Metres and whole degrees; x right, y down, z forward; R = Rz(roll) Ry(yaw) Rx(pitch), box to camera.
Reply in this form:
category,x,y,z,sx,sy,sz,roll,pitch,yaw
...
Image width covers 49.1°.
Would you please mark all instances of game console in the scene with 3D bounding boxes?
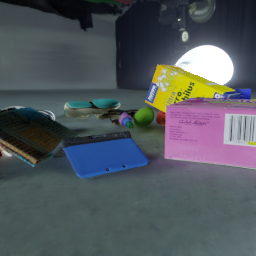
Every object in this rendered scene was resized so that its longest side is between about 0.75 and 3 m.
category,x,y,z,sx,sy,sz,roll,pitch,yaw
game console,-0.678,0.713,6.550,1.765,1.044,1.506,-6,-19,-31

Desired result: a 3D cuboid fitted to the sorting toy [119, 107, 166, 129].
category,x,y,z,sx,sy,sz,roll,pitch,yaw
sorting toy,0.939,-0.220,10.711,2.543,0.882,0.876,-4,34,-30

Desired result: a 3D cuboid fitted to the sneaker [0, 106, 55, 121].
category,x,y,z,sx,sy,sz,roll,pitch,yaw
sneaker,-4.002,-0.378,10.720,2.262,0.827,1.266,-1,9,-11

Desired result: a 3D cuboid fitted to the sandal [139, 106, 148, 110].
category,x,y,z,sx,sy,sz,roll,pitch,yaw
sandal,1.096,-1.151,16.532,0.926,0.304,0.339,3,11,17

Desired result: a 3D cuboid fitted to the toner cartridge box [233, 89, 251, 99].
category,x,y,z,sx,sy,sz,roll,pitch,yaw
toner cartridge box,4.575,-1.270,14.071,2.982,1.416,0.644,-1,9,-7

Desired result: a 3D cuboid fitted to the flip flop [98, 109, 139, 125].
category,x,y,z,sx,sy,sz,roll,pitch,yaw
flip flop,-0.309,-0.405,11.470,2.048,0.590,0.830,0,23,25

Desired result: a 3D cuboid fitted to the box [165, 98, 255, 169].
category,x,y,z,sx,sy,sz,roll,pitch,yaw
box,2.519,-0.032,7.369,2.416,1.328,2.747,5,11,24

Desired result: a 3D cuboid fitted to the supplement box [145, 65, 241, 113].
category,x,y,z,sx,sy,sz,roll,pitch,yaw
supplement box,2.346,-1.133,10.394,2.838,1.545,1.554,30,24,27

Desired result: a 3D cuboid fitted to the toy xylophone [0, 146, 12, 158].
category,x,y,z,sx,sy,sz,roll,pitch,yaw
toy xylophone,-4.271,0.418,6.703,2.714,0.682,1.987,-6,12,-30

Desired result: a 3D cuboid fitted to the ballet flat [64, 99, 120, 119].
category,x,y,z,sx,sy,sz,roll,pitch,yaw
ballet flat,-1.704,-0.872,13.361,2.737,0.951,0.951,-4,11,-26

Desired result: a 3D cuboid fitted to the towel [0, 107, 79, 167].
category,x,y,z,sx,sy,sz,roll,pitch,yaw
towel,-2.576,0.107,7.423,1.952,0.289,2.662,29,15,5
